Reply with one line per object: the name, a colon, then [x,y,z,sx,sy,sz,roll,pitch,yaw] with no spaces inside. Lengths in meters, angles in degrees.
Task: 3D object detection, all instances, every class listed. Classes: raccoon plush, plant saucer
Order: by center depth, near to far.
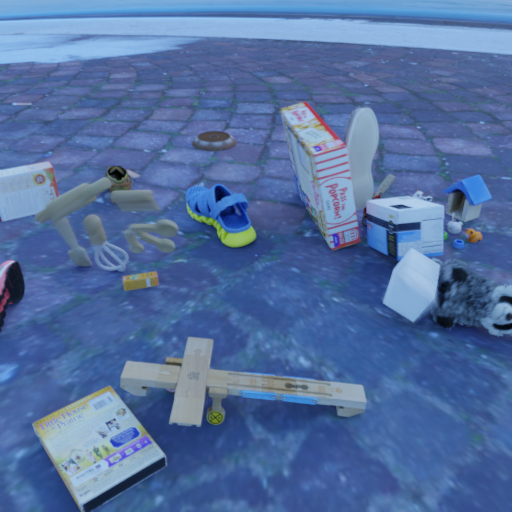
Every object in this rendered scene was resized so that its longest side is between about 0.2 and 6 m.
raccoon plush: [4.038,0.582,10.043,1.568,1.132,2.340,14,30,4]
plant saucer: [-1.339,-3.680,17.787,1.442,0.264,1.442,0,30,0]

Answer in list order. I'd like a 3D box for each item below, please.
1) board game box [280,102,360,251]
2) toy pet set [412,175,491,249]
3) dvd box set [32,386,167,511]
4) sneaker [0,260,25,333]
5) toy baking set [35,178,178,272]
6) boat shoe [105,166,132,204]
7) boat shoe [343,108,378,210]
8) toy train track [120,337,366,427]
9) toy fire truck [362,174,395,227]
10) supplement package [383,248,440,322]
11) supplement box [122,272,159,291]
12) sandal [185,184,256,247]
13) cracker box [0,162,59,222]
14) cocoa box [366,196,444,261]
board game box: [1.400,-1.897,12.755,0.712,2.329,3.075,-17,33,-2]
toy pet set: [4.618,-1.189,12.951,1.729,0.983,1.852,-19,36,-28]
dvd box set: [-2.125,2.526,7.517,1.190,0.239,1.627,-23,38,-33]
sneaker: [-4.864,0.717,9.994,0.921,0.782,2.123,-1,31,1]
toy baking set: [-2.816,-0.415,10.314,2.969,2.279,0.345,-16,51,28]
boat shoe: [-3.588,-2.052,14.682,0.703,0.665,1.955,-11,33,-18]
boat shoe: [2.194,-2.186,12.439,0.828,2.305,0.686,-19,35,-20]
toy train track: [-0.189,2.035,8.137,3.479,0.566,1.995,6,24,-1]
toy fire truck: [3.026,-1.188,12.806,0.989,1.124,0.723,24,38,34]
supplement package: [2.703,0.487,9.716,0.634,0.611,1.115,32,37,4]
supplement box: [-2.253,0.491,10.905,0.674,0.232,0.224,-11,30,-13]
sandal: [-0.833,-1.184,12.869,0.999,1.094,2.513,-22,36,-29]
cracker box: [-5.624,-1.525,13.376,1.654,1.108,0.477,-17,35,-26]
cocoa box: [3.037,-0.592,11.564,1.041,1.025,1.562,-7,14,-10]
